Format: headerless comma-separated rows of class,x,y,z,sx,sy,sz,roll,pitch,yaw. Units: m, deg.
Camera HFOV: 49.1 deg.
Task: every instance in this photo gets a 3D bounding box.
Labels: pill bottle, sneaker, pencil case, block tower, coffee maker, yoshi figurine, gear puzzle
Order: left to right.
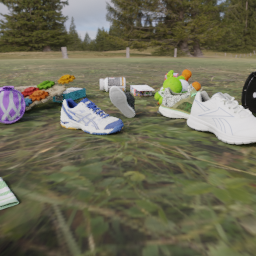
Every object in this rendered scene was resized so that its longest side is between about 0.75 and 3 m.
pencil case,-4.214,-0.884,8.735,2.631,1.125,1.104,16,11,40
block tower,-3.918,-1.415,11.437,2.114,0.611,0.571,-6,18,-23
gear puzzle,-3.072,-1.432,10.240,2.773,0.363,1.436,-33,39,-32
sneaker,-1.017,-0.346,7.465,1.905,0.839,0.717,8,17,21
pill bottle,-0.733,-2.063,13.398,1.211,0.705,0.705,-1,17,-5
sneaker,-0.174,-0.938,8.526,0.468,1.325,0.657,-18,47,20
yoshi figurine,1.815,-1.458,9.856,1.195,1.190,2.126,15,32,38
sneaker,2.046,-0.795,8.578,2.346,1.039,0.902,7,18,21
sneaker,2.411,-0.288,6.886,0.912,1.066,2.448,-11,21,-33
coffee maker,5.168,-1.017,8.988,2.421,1.631,2.326,-19,56,-44

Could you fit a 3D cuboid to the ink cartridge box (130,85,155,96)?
ink cartridge box,0.638,-1.655,12.636,0.792,0.366,1.453,-3,18,-11

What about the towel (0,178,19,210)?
towel,-2.117,1.017,4.200,0.680,0.104,0.892,-11,20,-35

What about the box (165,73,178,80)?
box,2.386,-2.622,15.344,0.666,0.637,1.335,4,17,12

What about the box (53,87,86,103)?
box,-2.435,-1.399,11.728,0.639,0.382,1.553,7,18,22
